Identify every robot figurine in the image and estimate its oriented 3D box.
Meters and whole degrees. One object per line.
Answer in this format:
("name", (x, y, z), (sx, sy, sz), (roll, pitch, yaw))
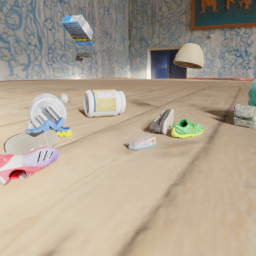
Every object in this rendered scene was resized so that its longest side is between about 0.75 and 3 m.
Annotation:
("robot figurine", (-3.217, -0.656, 11.237), (2.027, 1.350, 2.390), (-38, 22, -8))

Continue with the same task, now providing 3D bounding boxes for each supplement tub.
("supplement tub", (-1.160, -1.218, 13.791), (1.828, 1.322, 1.322), (-5, 14, -22))

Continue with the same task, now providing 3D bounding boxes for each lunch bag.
("lunch bag", (4.981, -0.522, 11.723), (0.738, 0.888, 1.059), (-9, 16, -35))

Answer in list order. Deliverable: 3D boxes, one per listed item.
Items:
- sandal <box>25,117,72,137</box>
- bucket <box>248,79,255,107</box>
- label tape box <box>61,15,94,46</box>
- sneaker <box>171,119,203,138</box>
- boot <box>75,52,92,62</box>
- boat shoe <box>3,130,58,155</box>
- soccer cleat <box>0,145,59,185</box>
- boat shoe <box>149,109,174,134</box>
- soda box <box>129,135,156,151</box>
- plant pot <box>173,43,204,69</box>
("sandal", (-2.821, -0.003, 9.930), (1.620, 0.705, 0.644), (-8, 17, -24))
("bucket", (6.388, -1.187, 11.528), (2.434, 2.434, 1.583), (-2, 22, -7))
("label tape box", (-2.202, -4.447, 12.852), (1.044, 0.458, 1.448), (11, -24, 33))
("sneaker", (2.202, -0.022, 10.117), (1.514, 0.633, 0.561), (-9, 15, -37))
("boot", (-2.081, -3.298, 13.039), (0.752, 0.262, 0.495), (-1, -21, -17))
("boat shoe", (-2.864, 0.468, 8.090), (0.596, 0.699, 2.091), (-9, 4, 23))
("soccer cleat", (-2.318, 0.876, 6.629), (0.708, 0.618, 1.852), (52, 26, 20))
("boat shoe", (1.390, -0.326, 11.185), (0.654, 0.767, 2.294), (8, 18, 15))
("soda box", (0.454, 0.463, 8.700), (0.927, 0.317, 0.295), (-11, 17, -40))
("plant pot", (2.826, -3.304, 12.724), (1.365, 0.917, 1.365), (12, 4, -1))
